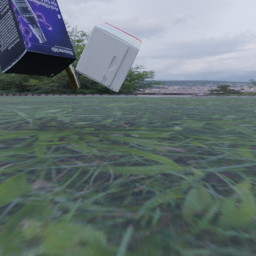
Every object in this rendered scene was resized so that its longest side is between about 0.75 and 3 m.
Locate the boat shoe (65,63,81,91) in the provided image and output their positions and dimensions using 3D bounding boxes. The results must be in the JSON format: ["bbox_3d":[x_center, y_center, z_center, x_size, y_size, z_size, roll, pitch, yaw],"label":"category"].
[{"bbox_3d":[-1.968,-1.949,10.341,0.401,1.236,0.453,-12,-18,-38],"label":"boat shoe"}]

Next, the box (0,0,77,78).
[{"bbox_3d":[-2.933,-2.937,8.356,1.317,2.525,1.868,-25,-9,34],"label":"box"}]

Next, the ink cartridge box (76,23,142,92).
[{"bbox_3d":[-0.467,-2.046,7.860,1.293,1.299,1.788,26,22,-7],"label":"ink cartridge box"}]
